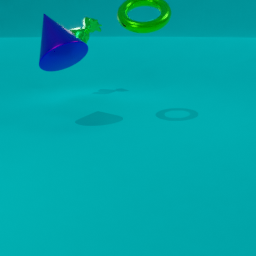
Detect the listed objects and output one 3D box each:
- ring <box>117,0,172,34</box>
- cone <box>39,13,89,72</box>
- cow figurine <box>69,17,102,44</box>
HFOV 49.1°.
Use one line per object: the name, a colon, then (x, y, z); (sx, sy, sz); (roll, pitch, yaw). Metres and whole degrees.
ring: (0.441, -3.145, 7.700); (1.501, 0.300, 1.501); (-2, 57, 3)
cone: (-2.096, -2.627, 7.946); (1.473, 1.478, 1.473); (-25, -7, -3)
cow figurine: (-1.810, -3.835, 11.610); (1.463, 1.487, 0.816); (-7, -22, 27)
